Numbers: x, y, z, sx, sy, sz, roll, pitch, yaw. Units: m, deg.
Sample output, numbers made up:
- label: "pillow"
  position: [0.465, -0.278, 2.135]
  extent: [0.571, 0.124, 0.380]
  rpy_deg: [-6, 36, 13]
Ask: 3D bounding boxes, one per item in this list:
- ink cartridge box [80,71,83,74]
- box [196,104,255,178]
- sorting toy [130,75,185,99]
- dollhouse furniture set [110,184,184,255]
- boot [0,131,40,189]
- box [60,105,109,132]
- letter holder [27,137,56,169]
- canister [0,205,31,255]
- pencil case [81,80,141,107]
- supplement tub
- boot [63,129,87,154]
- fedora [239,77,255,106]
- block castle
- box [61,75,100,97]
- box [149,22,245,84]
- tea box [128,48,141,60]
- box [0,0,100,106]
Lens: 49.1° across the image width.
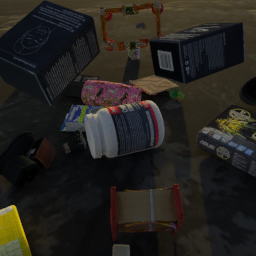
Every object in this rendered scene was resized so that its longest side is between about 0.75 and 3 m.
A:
- label: "ink cartridge box"
  position: [-3.626, -3.206, 14.213]
  extent: [2.244, 0.456, 2.248]
  rpy_deg: [-12, 38, -16]
- label: "box"
  position: [4.090, 0.461, 8.969]
  extent: [2.970, 0.729, 2.394]
  rpy_deg: [30, 49, 34]
- label: "sorting toy"
  position: [1.350, -1.730, 12.294]
  extent: [1.725, 0.343, 2.333]
  rpy_deg: [-15, 35, -27]
- label: "dollhouse furniture set"
  position: [0.400, 2.701, 5.830]
  extent: [1.568, 1.185, 2.914]
  rpy_deg: [-1, 53, -2]
- label: "boot"
  position: [-3.065, 0.922, 8.300]
  extent: [1.381, 0.628, 1.644]
  rpy_deg: [19, 53, 29]
- label: "box"
  position: [-1.405, -0.343, 10.298]
  extent: [1.992, 0.475, 1.215]
  rpy_deg: [2, 35, 2]
- label: "letter holder"
  position: [-2.699, 0.845, 8.751]
  extent: [0.453, 0.641, 0.901]
  rpy_deg: [-24, 32, 22]
- label: "canister"
  position: [-3.207, 2.597, 5.973]
  extent: [1.915, 0.829, 1.422]
  rpy_deg: [-18, 40, -25]
- label: "pencil case"
  position: [-0.609, -1.252, 11.059]
  extent: [2.344, 1.014, 0.970]
  rpy_deg: [8, 46, 10]
- label: "supplement tub"
  position: [-0.126, 0.052, 8.815]
  extent: [2.217, 1.556, 1.556]
  rpy_deg: [-12, 38, -16]
- label: "boot"
  position: [-1.828, 0.438, 9.321]
  extent: [0.744, 0.356, 0.985]
  rpy_deg: [-17, 39, -18]
- label: "fedora"
  position: [5.451, -1.211, 10.822]
  extent: [2.177, 0.994, 2.177]
  rpy_deg: [-24, 31, 15]
- label: "block castle"
  position: [0.158, -3.558, 9.895]
  extent: [2.266, 1.514, 1.063]
  rpy_deg: [-4, 12, 10]
- label: "box"
  position: [-2.069, -1.840, 12.240]
  extent: [1.488, 0.587, 1.050]
  rpy_deg: [5, 33, 6]
- label: "box"
  position: [1.615, -1.814, 6.597]
  extent: [1.777, 0.927, 1.315]
  rpy_deg: [-21, 25, -17]
- label: "tea box"
  position: [0.356, -4.229, 15.365]
  extent: [0.504, 0.755, 0.743]
  rpy_deg: [-10, 37, -14]
- label: "box"
  position: [-2.704, -2.586, 9.434]
  extent: [2.166, 1.563, 2.919]
  rpy_deg: [27, 63, 20]
